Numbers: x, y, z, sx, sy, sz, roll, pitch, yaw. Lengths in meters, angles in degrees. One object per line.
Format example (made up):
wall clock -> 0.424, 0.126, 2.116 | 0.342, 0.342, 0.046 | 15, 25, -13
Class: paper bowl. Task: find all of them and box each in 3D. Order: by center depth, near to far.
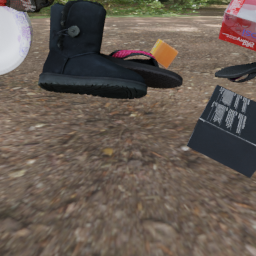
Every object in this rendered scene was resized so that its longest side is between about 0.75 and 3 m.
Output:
paper bowl -> -3.668, -2.565, 7.400 | 2.205, 2.205, 1.147 | -7, 25, -13

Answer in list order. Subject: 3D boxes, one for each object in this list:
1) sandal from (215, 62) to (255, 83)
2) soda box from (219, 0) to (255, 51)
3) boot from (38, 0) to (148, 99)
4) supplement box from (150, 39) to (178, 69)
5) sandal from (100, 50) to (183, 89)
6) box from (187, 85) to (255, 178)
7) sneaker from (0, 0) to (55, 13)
sandal -> 3.355, -1.540, 7.876 | 1.776, 0.425, 0.668 | -11, 27, 2
soda box -> 3.527, -2.214, 6.441 | 2.621, 0.918, 0.831 | 27, 73, 18
boot -> -0.635, -1.626, 5.648 | 2.267, 1.905, 0.866 | 7, -9, 10
supplement box -> 0.992, -2.148, 8.011 | 0.566, 0.548, 1.646 | 33, 17, -7
sandal -> -0.008, -1.618, 6.903 | 2.945, 0.664, 1.106 | 15, -12, -3
box -> 1.789, -0.032, 4.810 | 1.107, 0.619, 1.569 | 25, 36, 14
sneaker -> -1.274, -1.983, 3.525 | 0.857, 0.620, 1.754 | 17, -12, -23
